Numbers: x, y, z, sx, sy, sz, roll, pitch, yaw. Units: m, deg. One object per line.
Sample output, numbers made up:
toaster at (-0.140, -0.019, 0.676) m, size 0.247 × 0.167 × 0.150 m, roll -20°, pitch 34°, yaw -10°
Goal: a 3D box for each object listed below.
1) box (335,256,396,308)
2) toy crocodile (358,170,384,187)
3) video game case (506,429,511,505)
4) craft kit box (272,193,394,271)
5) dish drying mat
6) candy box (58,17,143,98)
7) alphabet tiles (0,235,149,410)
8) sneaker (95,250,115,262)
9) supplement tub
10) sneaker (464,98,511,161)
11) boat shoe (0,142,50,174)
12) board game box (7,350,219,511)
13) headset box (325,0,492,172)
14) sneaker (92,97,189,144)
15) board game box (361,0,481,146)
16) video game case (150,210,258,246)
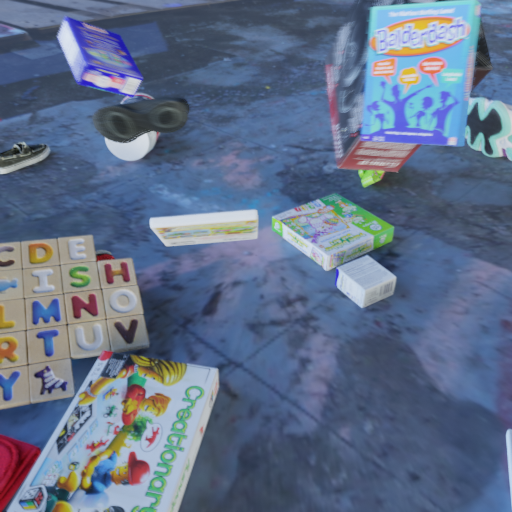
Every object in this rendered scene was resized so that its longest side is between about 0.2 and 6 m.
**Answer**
box at (1.858, 0.431, 9.591) m, size 0.703 × 0.401 × 0.764 m, roll -20°, pitch 40°, yaw -25°
toy crocodile at (2.802, -2.059, 13.099) m, size 0.552 × 0.505 × 1.635 m, roll -28°, pitch 20°, yaw 35°
video game case at (3.617, 2.723, 6.566) m, size 1.205 × 0.152 × 1.324 m, roll 10°, pitch 35°, yaw 14°
craft kit box at (1.479, -0.527, 10.992) m, size 1.720 × 0.417 × 1.699 m, roll -23°, pitch 44°, yaw -28°
dish drying mat at (-4.454, 2.421, 6.844) m, size 3.386 × 0.308 × 1.301 m, roll 10°, pitch 37°, yaw 14°
candy box at (-2.132, -2.698, 7.638) m, size 0.848 × 0.387 × 1.004 m, roll 2°, pitch 52°, yaw -44°
alphabet tiles at (-3.374, 0.865, 8.183) m, size 3.359 × 0.127 × 2.807 m, roll -6°, pitch 53°, yaw -19°
sneaker at (-2.982, 0.755, 8.985) m, size 0.931 × 0.844 × 2.193 m, roll 32°, pitch 51°, yaw 18°
supplement tub at (-3.038, -3.247, 14.092) m, size 1.227 × 1.227 × 1.749 m, roll 2°, pitch 35°, yaw 2°
sneaker at (6.946, -3.183, 14.099) m, size 2.397 × 1.332 × 3.427 m, roll -26°, pitch 52°, yaw -34°
boat shoe at (-5.698, -2.495, 13.679) m, size 0.532 × 0.479 × 1.505 m, roll 20°, pitch 40°, yaw 26°
board game box at (-1.602, 2.342, 6.811) m, size 1.693 × 0.464 × 2.683 m, roll 7°, pitch 36°, yaw 8°
headset box at (2.569, -3.574, 10.768) m, size 1.465 × 3.792 × 2.822 m, roll 2°, pitch 69°, yaw -12°
sneaker at (-2.315, -2.838, 11.491) m, size 2.055 × 0.780 × 0.933 m, roll -2°, pitch 29°, yaw 10°
board game box at (2.297, -2.552, 7.961) m, size 1.436 × 1.889 × 0.425 m, roll 10°, pitch 15°, yaw 31°
video game case at (-0.713, -0.398, 8.269) m, size 1.476 × 0.169 × 1.343 m, roll -4°, pitch -10°, yaw -1°
